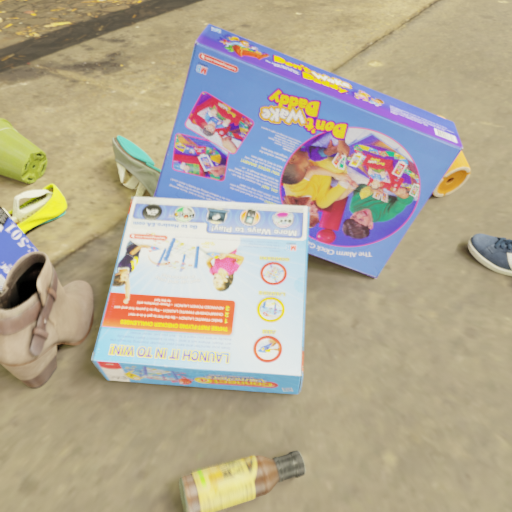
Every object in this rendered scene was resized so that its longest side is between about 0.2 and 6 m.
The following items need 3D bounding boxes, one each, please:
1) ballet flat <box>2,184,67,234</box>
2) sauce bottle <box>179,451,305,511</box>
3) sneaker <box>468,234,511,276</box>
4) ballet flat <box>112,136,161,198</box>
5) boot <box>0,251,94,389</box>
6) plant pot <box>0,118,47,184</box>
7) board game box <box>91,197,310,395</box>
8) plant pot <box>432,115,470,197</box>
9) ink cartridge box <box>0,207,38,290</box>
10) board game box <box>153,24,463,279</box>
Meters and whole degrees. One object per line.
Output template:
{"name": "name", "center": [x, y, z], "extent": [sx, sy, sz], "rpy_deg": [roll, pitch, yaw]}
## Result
{"name": "ballet flat", "center": [-4.957, -0.779, 11.484], "extent": [0.786, 0.789, 2.353], "rpy_deg": [25, 46, 28]}
{"name": "sauce bottle", "center": [-0.165, 2.899, 7.252], "extent": [1.632, 0.528, 0.528], "rpy_deg": [-9, 40, -20]}
{"name": "sneaker", "center": [5.205, -0.071, 10.471], "extent": [2.376, 1.004, 0.891], "rpy_deg": [26, 47, 29]}
{"name": "ballet flat", "center": [-2.596, -1.797, 12.615], "extent": [2.952, 0.940, 0.995], "rpy_deg": [38, 10, 37]}
{"name": "boot", "center": [-3.268, 0.711, 8.792], "extent": [0.918, 1.912, 2.615], "rpy_deg": [4, 40, 1]}
{"name": "plant pot", "center": [-5.667, -2.331, 13.114], "extent": [1.300, 1.369, 1.369], "rpy_deg": [26, 45, 11]}
{"name": "board game box", "center": [-0.723, 0.545, 9.027], "extent": [3.069, 0.858, 3.005], "rpy_deg": [4, 58, 4]}
{"name": "plant pot", "center": [4.071, -2.158, 12.743], "extent": [1.519, 1.519, 1.391], "rpy_deg": [-16, 57, -18]}
{"name": "ink cartridge box", "center": [-4.724, -0.370, 9.620], "extent": [0.538, 2.432, 1.143], "rpy_deg": [-14, 40, 16]}
{"name": "board game box", "center": [0.747, -1.657, 9.803], "extent": [4.452, 2.993, 0.997], "rpy_deg": [20, 38, -6]}
